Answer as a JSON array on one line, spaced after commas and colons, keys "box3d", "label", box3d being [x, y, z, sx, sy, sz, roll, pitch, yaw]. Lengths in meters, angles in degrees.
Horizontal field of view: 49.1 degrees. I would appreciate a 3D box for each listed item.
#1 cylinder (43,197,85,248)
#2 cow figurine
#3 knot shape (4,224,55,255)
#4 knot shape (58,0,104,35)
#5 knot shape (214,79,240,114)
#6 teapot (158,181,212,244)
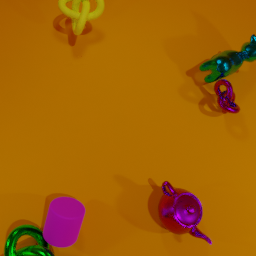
[{"box3d": [-1.545, 2.258, 6.775, 0.850, 0.850, 0.850, 20, 107, 8], "label": "cylinder"}, {"box3d": [3.123, -1.993, 8.198, 1.641, 1.614, 0.901, -32, 100, -39], "label": "cow figurine"}, {"box3d": [-2.376, 3.024, 6.518, 1.655, 0.765, 1.549, 0, 48, -4], "label": "knot shape"}, {"box3d": [-1.343, -3.614, 8.398, 1.329, 0.656, 1.420, -23, 81, 23], "label": "knot shape"}, {"box3d": [2.803, -0.902, 8.016, 0.506, 1.095, 1.024, -19, 96, 22], "label": "knot shape"}, {"box3d": [1.381, 2.083, 6.904, 1.126, 0.886, 1.810, -32, 86, -28], "label": "teapot"}]
